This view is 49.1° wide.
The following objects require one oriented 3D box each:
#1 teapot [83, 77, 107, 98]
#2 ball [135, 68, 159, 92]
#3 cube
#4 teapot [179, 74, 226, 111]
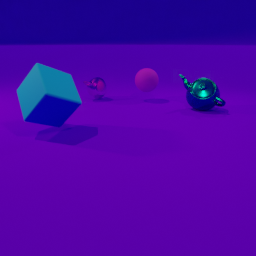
[{"bbox_3d":[-1.184,-1.490,10.542,0.617,0.784,1.261,3,-13,39],"label":"teapot"},{"bbox_3d":[0.687,-1.750,10.277,0.869,0.869,0.869,0,18,0],"label":"ball"},{"bbox_3d":[-1.919,-0.756,6.794,1.006,1.006,1.006,12,44,-48],"label":"cube"},{"bbox_3d":[2.342,-1.159,8.929,1.727,0.846,1.074,37,78,25],"label":"teapot"}]
